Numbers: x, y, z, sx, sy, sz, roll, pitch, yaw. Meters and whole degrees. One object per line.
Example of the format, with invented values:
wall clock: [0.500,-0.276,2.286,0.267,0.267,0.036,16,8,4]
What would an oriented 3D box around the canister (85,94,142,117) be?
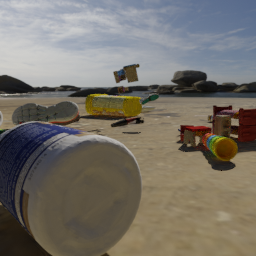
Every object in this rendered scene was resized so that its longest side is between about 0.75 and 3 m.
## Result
canister: [-0.789,-1.316,16.185,2.719,1.177,2.019,6,10,31]

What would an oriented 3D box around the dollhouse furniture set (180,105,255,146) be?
dollhouse furniture set: [2.580,-0.138,8.412,2.428,0.988,1.307,-3,9,-23]

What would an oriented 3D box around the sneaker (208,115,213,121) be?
sneaker: [4.213,-0.472,13.176,1.056,0.396,0.476,-15,24,-39]

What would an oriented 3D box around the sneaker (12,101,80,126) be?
sneaker: [-3.181,-0.336,11.096,2.733,1.053,1.119,-3,-22,6]

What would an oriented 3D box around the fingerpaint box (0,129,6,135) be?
fingerpaint box: [-3.886,0.321,6.352,1.811,0.664,1.511,7,11,41]

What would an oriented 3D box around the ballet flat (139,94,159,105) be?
ballet flat: [0.831,-1.203,11.296,0.894,0.310,0.310,-26,18,-23]

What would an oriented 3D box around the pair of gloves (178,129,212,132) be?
pair of gloves: [2.215,0.086,9.351,1.151,0.131,0.925,3,-4,0]

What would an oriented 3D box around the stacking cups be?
stacking cups: [2.106,0.344,6.750,0.496,0.496,1.640,0,8,1]

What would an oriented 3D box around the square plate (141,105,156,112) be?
square plate: [0.188,-1.315,19.036,2.434,0.350,2.457,-6,10,-34]

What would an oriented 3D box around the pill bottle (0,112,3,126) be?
pill bottle: [-5.775,-0.377,11.069,1.392,0.726,0.726,1,8,6]

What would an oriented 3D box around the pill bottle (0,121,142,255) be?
pill bottle: [-0.897,0.519,3.190,1.131,1.131,2.038,-7,11,-39]

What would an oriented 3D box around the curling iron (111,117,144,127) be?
curling iron: [-0.004,-0.279,12.007,0.513,0.265,2.070,8,11,40]

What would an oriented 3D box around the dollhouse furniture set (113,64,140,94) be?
dollhouse furniture set: [0.122,-2.180,12.131,1.165,1.100,0.761,-7,16,28]
